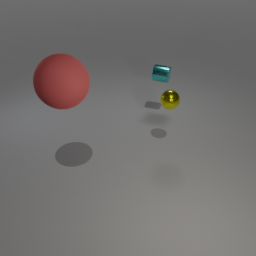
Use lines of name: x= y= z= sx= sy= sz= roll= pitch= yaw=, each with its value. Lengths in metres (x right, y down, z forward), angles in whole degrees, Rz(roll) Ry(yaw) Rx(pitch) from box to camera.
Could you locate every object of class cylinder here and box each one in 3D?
cylinder: x=1.453 y=-2.353 z=12.127 sx=0.700 sy=0.700 sz=0.700 roll=13 pitch=33 yaw=15

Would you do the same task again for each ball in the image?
ball: x=1.483 y=-0.991 z=9.845 sx=0.700 sy=0.700 sz=0.700 roll=0 pitch=31 yaw=0
ball: x=-1.677 y=-1.172 z=7.117 sx=1.400 sy=1.400 sz=1.400 roll=0 pitch=31 yaw=0
